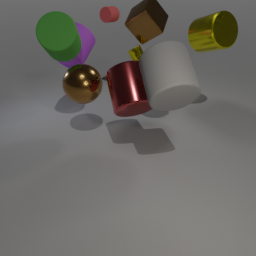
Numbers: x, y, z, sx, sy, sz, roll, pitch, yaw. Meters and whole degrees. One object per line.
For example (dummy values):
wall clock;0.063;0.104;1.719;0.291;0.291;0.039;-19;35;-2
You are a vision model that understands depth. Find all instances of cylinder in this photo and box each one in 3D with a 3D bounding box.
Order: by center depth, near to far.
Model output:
cylinder;1.111;-1.384;7.654;1.400;1.400;1.400;-7;66;-12
cylinder;0.093;-1.242;9.124;1.400;1.400;1.400;-12;-14;-3
cylinder;-2.472;-3.274;10.194;1.400;1.400;1.400;-1;-2;-2
cylinder;3.369;-3.796;11.180;1.400;1.400;1.400;-15;14;-26
cylinder;-2.276;-3.434;11.802;1.400;1.400;1.400;14;67;23
cylinder;-0.862;-5.347;13.184;0.700;0.700;0.700;16;29;27
cylinder;0.454;-3.729;14.205;0.700;0.700;0.700;-28;12;7

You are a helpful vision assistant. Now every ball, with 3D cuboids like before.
ball;-1.597;-1.550;9.872;1.400;1.400;1.400;0;29;0

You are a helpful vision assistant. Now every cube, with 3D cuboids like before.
cube;0.924;-5.275;13.711;1.400;1.400;1.400;-17;43;43
